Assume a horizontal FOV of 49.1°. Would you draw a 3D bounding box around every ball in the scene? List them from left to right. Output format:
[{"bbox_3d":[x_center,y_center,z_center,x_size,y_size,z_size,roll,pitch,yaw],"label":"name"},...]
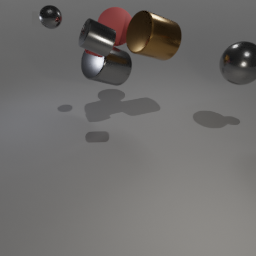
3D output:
[{"bbox_3d":[-2.429,-3.484,8.807,0.700,0.700,0.700,0,30,0],"label":"ball"},{"bbox_3d":[-0.479,-3.846,10.657,1.400,1.400,1.400,0,30,0],"label":"ball"},{"bbox_3d":[3.731,-2.116,9.195,1.400,1.400,1.400,0,30,0],"label":"ball"}]

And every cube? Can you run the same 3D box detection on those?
[{"bbox_3d":[-0.942,-2.722,8.685,0.700,0.700,0.700,3,60,-51],"label":"cube"}]

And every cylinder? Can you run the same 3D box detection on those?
[{"bbox_3d":[-0.752,-2.187,6.810,0.700,0.700,0.700,16,22,-27],"label":"cylinder"},{"bbox_3d":[-0.809,-2.398,10.577,1.400,1.400,1.400,5,19,-46],"label":"cylinder"},{"bbox_3d":[0.878,-3.145,9.656,1.400,1.400,1.400,2,24,-38],"label":"cylinder"}]
